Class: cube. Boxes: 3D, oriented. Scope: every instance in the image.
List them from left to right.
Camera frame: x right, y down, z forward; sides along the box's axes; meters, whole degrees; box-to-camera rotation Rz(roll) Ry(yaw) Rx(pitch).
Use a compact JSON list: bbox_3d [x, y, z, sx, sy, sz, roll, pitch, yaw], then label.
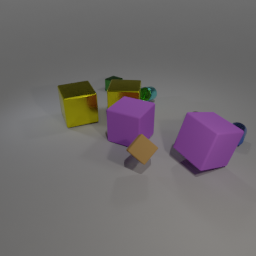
[{"bbox_3d":[-2.163,-1.062,12.164,1.400,1.400,1.400,-13,36,-18],"label":"cube"},{"bbox_3d":[-0.759,-2.356,15.205,0.700,0.700,0.700,22,37,33],"label":"cube"},{"bbox_3d":[-0.141,-1.298,12.706,1.400,1.400,1.400,3,30,5],"label":"cube"},{"bbox_3d":[0.125,-0.229,10.890,1.400,1.400,1.400,15,34,24],"label":"cube"},{"bbox_3d":[0.441,0.680,9.028,0.700,0.700,0.700,41,-5,-2],"label":"cube"},{"bbox_3d":[2.639,0.390,9.319,1.400,1.400,1.400,-3,32,-36],"label":"cube"}]

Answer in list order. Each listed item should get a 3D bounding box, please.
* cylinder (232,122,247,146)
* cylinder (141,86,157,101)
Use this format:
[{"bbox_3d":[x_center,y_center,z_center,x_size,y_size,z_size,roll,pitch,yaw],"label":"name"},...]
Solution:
[{"bbox_3d":[4.154,0.233,10.791,0.700,0.700,0.700,16,34,25],"label":"cylinder"},{"bbox_3d":[0.973,-1.674,13.711,0.700,0.700,0.700,16,17,24],"label":"cylinder"}]
